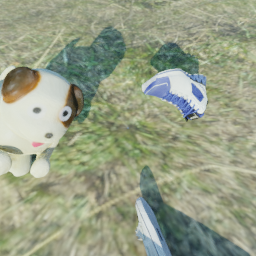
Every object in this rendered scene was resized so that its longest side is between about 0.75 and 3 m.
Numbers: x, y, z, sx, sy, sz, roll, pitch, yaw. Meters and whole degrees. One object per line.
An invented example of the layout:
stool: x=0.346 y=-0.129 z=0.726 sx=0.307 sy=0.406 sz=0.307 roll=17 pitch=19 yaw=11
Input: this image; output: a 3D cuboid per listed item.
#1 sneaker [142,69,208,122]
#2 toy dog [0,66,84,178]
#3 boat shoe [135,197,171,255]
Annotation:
sneaker: x=1.309 y=-0.711 z=6.537 sx=1.854 sy=0.749 sz=1.071 roll=-3 pitch=72 yaw=-36
toy dog: x=-1.871 y=-0.199 z=5.156 sx=2.433 sy=1.698 sz=2.359 roll=-16 pitch=57 yaw=43
boat shoe: x=0.352 y=1.886 z=5.062 sx=0.419 sy=0.459 sz=1.276 roll=-33 pitch=59 yaw=11
